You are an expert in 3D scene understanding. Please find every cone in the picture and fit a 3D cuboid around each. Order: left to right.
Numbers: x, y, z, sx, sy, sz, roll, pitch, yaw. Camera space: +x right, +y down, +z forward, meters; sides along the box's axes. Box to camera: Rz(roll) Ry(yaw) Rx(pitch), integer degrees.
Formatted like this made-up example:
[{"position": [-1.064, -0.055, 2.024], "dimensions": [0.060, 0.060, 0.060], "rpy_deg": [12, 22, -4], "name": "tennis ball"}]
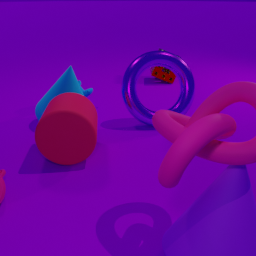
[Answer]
[{"position": [-1.568, -0.952, 7.215], "dimensions": [1.517, 1.522, 1.517], "rpy_deg": [11, 42, -10], "name": "cone"}, {"position": [1.273, 0.993, 3.566], "dimensions": [1.431, 1.436, 1.431], "rpy_deg": [9, 12, -2], "name": "cone"}]

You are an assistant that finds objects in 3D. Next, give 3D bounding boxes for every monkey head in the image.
[{"position": [-1.600, -1.155, 8.687], "dimensions": [0.912, 0.764, 1.268], "rpy_deg": [-30, 10, 28], "name": "monkey head"}]

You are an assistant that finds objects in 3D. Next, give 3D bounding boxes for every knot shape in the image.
[{"position": [0.960, 0.035, 3.732], "dimensions": [1.714, 0.792, 1.604], "rpy_deg": [-29, 16, -8], "name": "knot shape"}]

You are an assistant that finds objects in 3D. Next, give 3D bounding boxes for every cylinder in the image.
[{"position": [-1.285, -0.021, 6.112], "dimensions": [1.227, 1.227, 1.227], "rpy_deg": [-2, 24, -4], "name": "cylinder"}]

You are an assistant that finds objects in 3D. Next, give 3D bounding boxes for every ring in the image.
[{"position": [0.825, -1.046, 7.510], "dimensions": [2.023, 2.023, 0.405], "rpy_deg": [-4, 5, -8], "name": "ring"}]

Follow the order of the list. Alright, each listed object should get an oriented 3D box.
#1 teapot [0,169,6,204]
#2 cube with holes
[{"position": [-2.495, 1.077, 4.671], "dimensions": [0.572, 0.727, 1.169], "rpy_deg": [-14, 24, 38], "name": "teapot"}, {"position": [1.502, -2.476, 11.132], "dimensions": [0.936, 0.936, 0.936], "rpy_deg": [20, 26, -8], "name": "cube with holes"}]
